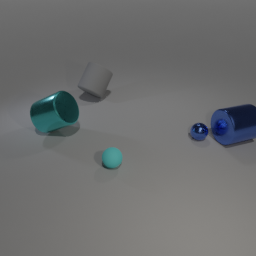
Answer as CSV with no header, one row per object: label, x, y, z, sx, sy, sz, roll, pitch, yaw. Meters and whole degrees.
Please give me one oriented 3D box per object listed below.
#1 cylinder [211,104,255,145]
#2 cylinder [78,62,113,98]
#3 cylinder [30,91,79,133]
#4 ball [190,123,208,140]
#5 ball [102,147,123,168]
cylinder,4.185,-0.147,10.836,1.400,1.400,1.400,-11,31,-18
cylinder,-1.683,-2.458,14.422,1.400,1.400,1.400,24,-3,2
cylinder,-2.932,-0.629,11.253,1.400,1.400,1.400,-17,19,30
ball,2.822,0.136,11.087,0.700,0.700,0.700,0,29,0
ball,-0.535,1.001,9.455,0.700,0.700,0.700,0,29,0
